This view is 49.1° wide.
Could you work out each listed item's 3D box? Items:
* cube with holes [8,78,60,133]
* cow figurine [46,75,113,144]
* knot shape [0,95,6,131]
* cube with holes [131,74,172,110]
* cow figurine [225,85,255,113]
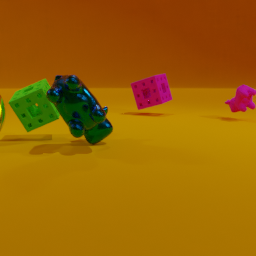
[{"bbox_3d":[-1.892,-0.480,5.806,0.709,0.709,0.709,-23,27,1],"label":"cube with holes"},{"bbox_3d":[-0.831,-0.332,5.044,0.810,1.475,1.452,-34,17,-1],"label":"cow figurine"},{"bbox_3d":[-3.504,-0.341,5.085,1.890,0.933,2.020,30,35,23],"label":"knot shape"},{"bbox_3d":[0.909,-1.383,10.658,1.039,1.039,1.039,-13,7,32],"label":"cube with holes"},{"bbox_3d":[3.620,-0.947,9.049,0.611,1.113,1.095,-16,34,-7],"label":"cow figurine"}]
